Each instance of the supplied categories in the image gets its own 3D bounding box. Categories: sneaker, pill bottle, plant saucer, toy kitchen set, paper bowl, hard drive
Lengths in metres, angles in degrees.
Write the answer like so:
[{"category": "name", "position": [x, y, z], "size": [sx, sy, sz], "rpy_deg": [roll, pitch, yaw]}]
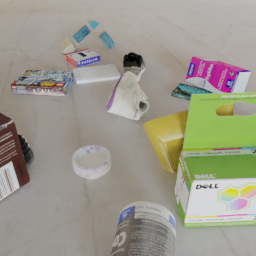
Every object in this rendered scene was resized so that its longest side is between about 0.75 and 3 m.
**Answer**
[{"category": "sneaker", "position": [0.307, -3.119, 13.241], "size": [0.954, 1.132, 2.587], "rpy_deg": [5, 36, 8]}, {"category": "sneaker", "position": [0.099, -1.188, 10.861], "size": [1.490, 1.120, 2.992], "rpy_deg": [24, 34, -5]}, {"category": "pill bottle", "position": [0.245, 2.553, 5.124], "size": [1.228, 1.228, 2.158], "rpy_deg": [5, 35, 7]}, {"category": "plant saucer", "position": [1.684, 0.408, 7.048], "size": [2.124, 2.124, 0.515], "rpy_deg": [-16, 48, 12]}, {"category": "toy kitchen set", "position": [-2.193, -4.651, 15.795], "size": [2.461, 1.971, 1.450], "rpy_deg": [-39, 37, 9]}, {"category": "sneaker", "position": [-3.564, 0.398, 8.615], "size": [2.092, 0.946, 0.695], "rpy_deg": [38, 79, 13]}, {"category": "paper bowl", "position": [-1.009, 1.001, 7.897], "size": [1.079, 0.561, 1.079], "rpy_deg": [0, 36, 0]}, {"category": "hard drive", "position": [-1.496, -2.572, 13.222], "size": [2.025, 0.270, 1.336], "rpy_deg": [-9, 36, -13]}]

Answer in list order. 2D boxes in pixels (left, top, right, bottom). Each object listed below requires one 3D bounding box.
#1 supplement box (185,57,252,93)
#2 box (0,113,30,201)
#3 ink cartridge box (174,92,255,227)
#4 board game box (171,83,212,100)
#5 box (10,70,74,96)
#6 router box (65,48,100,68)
[{"category": "supplement box", "position": [3.699, -2.145, 11.668], "size": [1.157, 1.133, 2.239], "rpy_deg": [-12, 33, -42]}, {"category": "box", "position": [-4.241, 0.670, 7.054], "size": [2.530, 2.078, 2.099], "rpy_deg": [24, 42, 30]}, {"category": "ink cartridge box", "position": [2.306, 0.770, 6.125], "size": [2.190, 2.964, 1.123], "rpy_deg": [-2, 36, -2]}, {"category": "board game box", "position": [2.668, -1.445, 11.680], "size": [1.451, 0.204, 0.982], "rpy_deg": [18, 39, 23]}, {"category": "box", "position": [-3.670, -1.997, 12.235], "size": [2.290, 0.457, 1.568], "rpy_deg": [4, 35, 5]}, {"category": "router box", "position": [-2.389, -3.704, 14.750], "size": [1.432, 0.350, 1.285], "rpy_deg": [-24, 42, -30]}]
